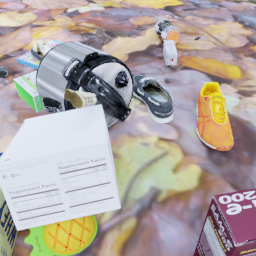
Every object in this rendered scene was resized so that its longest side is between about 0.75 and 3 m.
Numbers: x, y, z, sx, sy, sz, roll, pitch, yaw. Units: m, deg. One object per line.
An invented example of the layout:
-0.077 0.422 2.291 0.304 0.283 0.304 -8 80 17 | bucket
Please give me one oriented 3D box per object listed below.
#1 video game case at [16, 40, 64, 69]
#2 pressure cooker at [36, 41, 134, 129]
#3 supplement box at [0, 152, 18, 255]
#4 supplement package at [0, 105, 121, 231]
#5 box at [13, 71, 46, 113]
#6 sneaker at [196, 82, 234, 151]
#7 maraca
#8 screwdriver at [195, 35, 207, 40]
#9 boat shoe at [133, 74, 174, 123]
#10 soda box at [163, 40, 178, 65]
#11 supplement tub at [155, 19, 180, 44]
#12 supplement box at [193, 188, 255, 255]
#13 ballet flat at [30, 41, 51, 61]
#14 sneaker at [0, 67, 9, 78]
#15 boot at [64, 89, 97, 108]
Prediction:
-3.561 -3.345 12.731 1.703 0.212 2.379 21 45 23 | video game case
-1.177 -1.209 8.419 2.401 2.439 2.730 -20 38 -40 | pressure cooker
-3.505 1.791 5.753 2.190 1.470 2.188 -1 41 -2 | supplement box
-1.384 0.658 6.316 2.060 1.467 2.645 -12 22 -4 | supplement package
-3.107 -1.432 10.091 1.335 0.731 1.513 -31 49 -31 | box
2.623 -0.449 8.701 1.030 1.089 2.823 1 42 -1 | sneaker
-1.359 2.181 5.811 1.468 0.785 1.006 -21 85 -14 | maraca
3.773 -4.671 14.324 0.971 0.141 0.135 -28 50 -24 | screwdriver
0.836 -1.309 9.867 1.048 0.836 2.772 -17 43 -19 | boat shoe
1.879 -3.383 12.544 0.476 0.512 1.499 0 41 0 | soda box
1.958 -4.703 13.789 0.889 0.889 1.451 -10 41 -11 | supplement tub
1.911 2.056 4.568 1.418 2.606 0.794 -7 42 -9 | supplement box
-3.498 -3.186 11.824 0.878 0.878 2.404 -24 48 -25 | ballet flat
-5.446 -2.261 11.366 1.218 0.459 0.483 1 30 -12 | sneaker
-0.912 -0.599 5.886 0.619 0.288 0.800 4 19 -39 | boot
